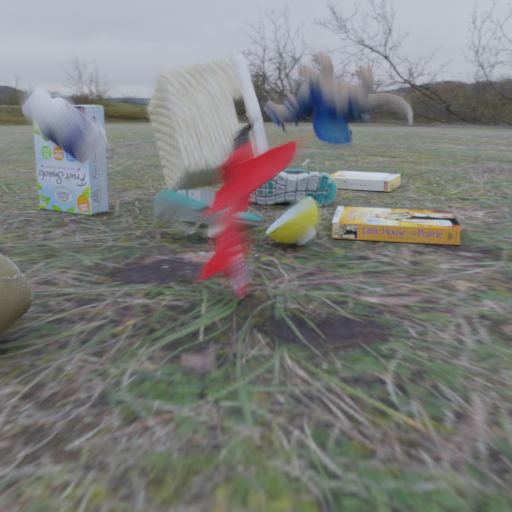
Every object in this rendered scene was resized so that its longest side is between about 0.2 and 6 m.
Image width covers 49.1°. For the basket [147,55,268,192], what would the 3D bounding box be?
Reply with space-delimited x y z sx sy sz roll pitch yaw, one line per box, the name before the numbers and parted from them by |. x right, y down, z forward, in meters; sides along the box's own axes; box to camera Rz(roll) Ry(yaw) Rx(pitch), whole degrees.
basket | -1.033 -2.534 11.199 1.709 2.106 2.125 -14 -1 -19

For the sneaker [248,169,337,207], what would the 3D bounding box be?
sneaker | 0.682 -1.682 13.399 2.544 0.987 1.160 12 13 10

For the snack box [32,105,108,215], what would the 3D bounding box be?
snack box | -4.048 -2.114 12.205 1.616 2.272 0.602 9 17 28

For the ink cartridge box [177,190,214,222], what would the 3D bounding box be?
ink cartridge box | -1.271 -1.012 11.239 0.358 0.612 1.056 -7 10 -38

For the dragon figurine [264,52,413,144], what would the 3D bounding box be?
dragon figurine | 1.427 -2.496 9.543 2.860 1.422 0.842 25 59 24

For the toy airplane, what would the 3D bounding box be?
toy airplane | -0.269 -0.606 7.043 0.417 2.266 2.266 11 11 -25

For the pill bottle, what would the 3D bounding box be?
pill bottle | -2.573 -1.750 7.482 0.995 0.552 0.552 38 10 -13

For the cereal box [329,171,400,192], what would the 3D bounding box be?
cereal box | 2.960 -2.069 15.465 1.802 0.356 1.296 8 18 25

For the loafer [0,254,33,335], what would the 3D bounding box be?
loafer | -3.590 0.183 6.442 1.157 1.304 3.430 -12 30 -38

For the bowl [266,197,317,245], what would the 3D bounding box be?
bowl | 0.703 -0.496 9.493 0.972 0.523 0.972 -37 8 6

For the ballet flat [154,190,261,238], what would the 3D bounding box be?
ballet flat | -0.880 -0.636 9.850 1.916 0.610 0.646 17 14 5

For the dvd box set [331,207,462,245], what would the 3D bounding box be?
dvd box set | 2.585 -0.599 10.520 2.234 0.328 1.635 4 16 12
